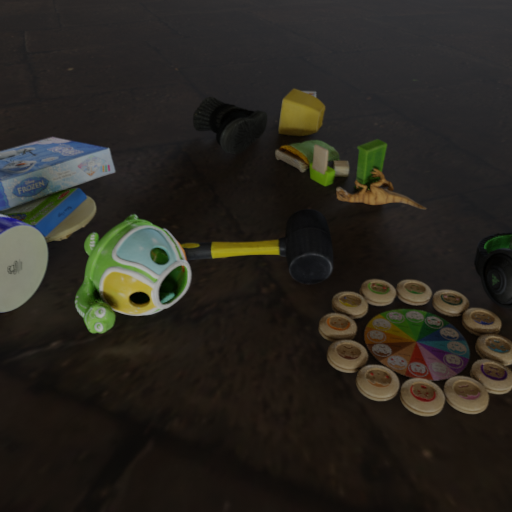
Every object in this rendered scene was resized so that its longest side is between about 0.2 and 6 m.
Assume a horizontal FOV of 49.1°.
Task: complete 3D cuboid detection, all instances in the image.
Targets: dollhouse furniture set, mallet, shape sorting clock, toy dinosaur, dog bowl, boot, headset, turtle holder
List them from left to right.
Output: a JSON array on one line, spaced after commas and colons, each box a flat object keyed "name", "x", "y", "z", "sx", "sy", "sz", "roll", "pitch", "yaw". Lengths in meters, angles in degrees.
[{"name": "dog bowl", "x": -3.504, "y": 0.107, "z": 7.691, "sx": 0.505, "sy": 1.283, "sz": 1.283, "roll": 17, "pitch": 38, "yaw": 19}, {"name": "shape sorting clock", "x": -3.890, "y": -0.586, "z": 9.422, "sx": 2.365, "sy": 0.464, "sz": 2.365, "roll": -8, "pitch": 26, "yaw": 4}, {"name": "turtle holder", "x": -1.640, "y": 0.225, "z": 7.482, "sx": 1.170, "sy": 1.252, "sz": 1.648, "roll": 23, "pitch": 21, "yaw": 28}, {"name": "boot", "x": -0.804, "y": -2.947, "z": 12.569, "sx": 1.536, "sy": 0.773, "sz": 2.055, "roll": 20, "pitch": 28, "yaw": 15}, {"name": "mallet", "x": -0.527, "y": -0.207, "z": 8.750, "sx": 3.468, "sy": 0.714, "sz": 1.142, "roll": 2, "pitch": 42, "yaw": 9}, {"name": "dollhouse furniture set", "x": 1.471, "y": -2.146, "z": 11.331, "sx": 1.168, "sy": 0.902, "sz": 2.338, "roll": -23, "pitch": 41, "yaw": -31}, {"name": "toy dinosaur", "x": 2.336, "y": -1.118, "z": 10.348, "sx": 1.656, "sy": 0.500, "sz": 0.879, "roll": 6, "pitch": 56, "yaw": 20}, {"name": "headset", "x": 4.001, "y": 0.165, "z": 7.690, "sx": 1.574, "sy": 1.198, "sz": 2.549, "roll": 2, "pitch": 28, "yaw": 4}]

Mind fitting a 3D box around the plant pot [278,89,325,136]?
[{"name": "plant pot", "x": 1.107, "y": -3.286, "z": 13.110, "sx": 0.885, "sy": 0.865, "sz": 0.859, "roll": 18, "pitch": 38, "yaw": 12}]

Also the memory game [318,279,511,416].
[{"name": "memory game", "x": 2.069, "y": 1.057, "z": 7.257, "sx": 2.530, "sy": 0.161, "sz": 2.530, "roll": 2, "pitch": 35, "yaw": -1}]

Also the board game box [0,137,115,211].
[{"name": "board game box", "x": -4.323, "y": -1.571, "z": 10.414, "sx": 2.442, "sy": 0.532, "sz": 2.454, "roll": -27, "pitch": 31, "yaw": -36}]

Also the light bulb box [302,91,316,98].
[{"name": "light bulb box", "x": 1.172, "y": -3.926, "z": 14.357, "sx": 0.674, "sy": 0.424, "sz": 0.680, "roll": 6, "pitch": 35, "yaw": 8}]
